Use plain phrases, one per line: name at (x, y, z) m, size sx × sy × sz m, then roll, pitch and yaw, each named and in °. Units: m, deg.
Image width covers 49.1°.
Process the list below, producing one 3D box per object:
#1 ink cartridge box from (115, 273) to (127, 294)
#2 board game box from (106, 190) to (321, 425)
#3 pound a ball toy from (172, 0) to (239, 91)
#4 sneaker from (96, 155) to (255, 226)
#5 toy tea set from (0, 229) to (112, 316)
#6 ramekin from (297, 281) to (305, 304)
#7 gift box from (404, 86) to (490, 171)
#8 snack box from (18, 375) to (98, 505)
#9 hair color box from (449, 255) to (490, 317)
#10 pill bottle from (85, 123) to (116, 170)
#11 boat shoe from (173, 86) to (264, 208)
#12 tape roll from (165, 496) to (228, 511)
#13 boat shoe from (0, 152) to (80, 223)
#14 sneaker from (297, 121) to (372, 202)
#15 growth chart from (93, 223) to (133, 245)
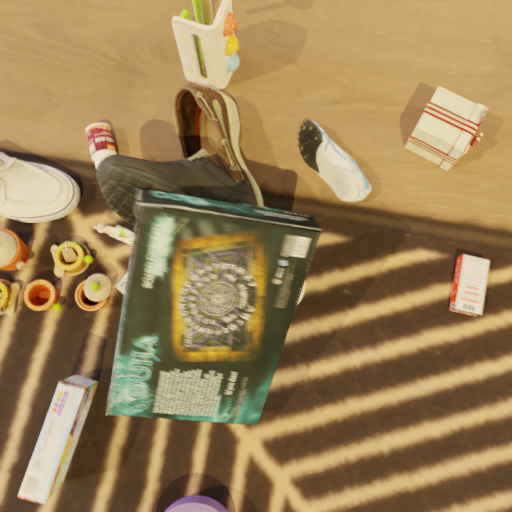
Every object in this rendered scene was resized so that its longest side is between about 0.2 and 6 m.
ink cartridge box at (-1.871, 0.545, 9.682) m, size 0.878 × 0.220 × 0.706 m, roll 38°, pitch 81°, yaw 9°
board game box at (-0.724, 0.907, 7.953) m, size 2.394 × 0.498 × 3.539 m, roll 8°, pitch 118°, yaw -14°
pound a ball toy at (-0.666, -4.049, 9.614) m, size 0.949 × 2.235 × 1.457 m, roll 19°, pitch 78°, yaw 4°
sneaker at (-1.062, -0.938, 8.070) m, size 2.622 × 0.996 × 1.190 m, roll 20°, pitch 54°, yaw -39°
toy tea set at (-3.605, 0.294, 9.376) m, size 2.408 × 0.891 × 1.432 m, roll 2°, pitch 78°, yaw 0°
ramekin at (0.294, 0.430, 9.506) m, size 1.122 × 0.589 × 1.122 m, roll 0°, pitch 78°, yaw 0°
gift box at (3.412, -2.278, 9.844) m, size 1.072 × 1.060 × 1.148 m, roll 31°, pitch 86°, yaw 8°
snack box at (-3.006, 2.757, 8.627) m, size 0.450 × 1.207 × 1.697 m, roll 19°, pitch 81°, yaw -5°
hair color box at (3.670, 0.510, 9.637) m, size 0.492 × 0.297 × 0.970 m, roll 14°, pitch 78°, yaw 2°
pill bottle at (-2.774, -1.953, 10.081) m, size 0.445 × 0.445 × 0.779 m, roll -15°, pitch 78°, yaw -3°
boat shoe at (-0.792, -1.382, 9.415) m, size 1.197 × 1.199 × 3.241 m, roll -26°, pitch 69°, yaw 30°
tape roll at (-0.958, 4.460, 8.670) m, size 1.312 × 0.557 × 1.312 m, roll 0°, pitch 79°, yaw 0°
boat shoe at (-4.599, -1.344, 9.645) m, size 2.982 × 1.041 × 1.057 m, roll 14°, pitch 78°, yaw 3°
sneaker at (1.371, -1.683, 10.014) m, size 0.653 × 0.647 × 1.801 m, roll -12°, pitch 62°, yaw -47°
growth chart at (-1.547, -0.116, 8.654) m, size 1.744 × 2.410 × 0.214 m, roll 26°, pitch 82°, yaw -28°
